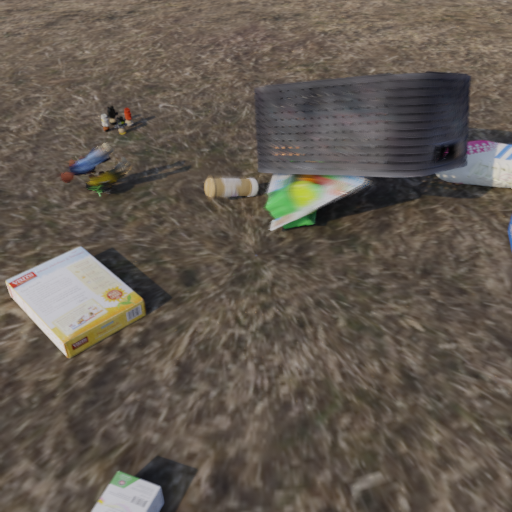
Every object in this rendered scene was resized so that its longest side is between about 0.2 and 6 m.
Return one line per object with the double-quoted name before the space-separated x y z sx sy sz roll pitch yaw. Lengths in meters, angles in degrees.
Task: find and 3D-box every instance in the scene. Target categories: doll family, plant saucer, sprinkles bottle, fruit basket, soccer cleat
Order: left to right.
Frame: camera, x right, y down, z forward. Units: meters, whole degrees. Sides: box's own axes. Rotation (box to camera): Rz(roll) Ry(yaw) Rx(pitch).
"doll family" -3.111 -1.645 10.860 0.957 1.655 0.649 -27 65 9
"sprinkles bottle" -0.478 -1.331 10.879 1.063 0.363 0.363 -5 34 -37
"fruit basket" 1.104 -1.413 10.066 1.953 0.915 1.809 -33 26 35
"plant saucer" 1.532 -2.591 12.746 2.657 0.429 2.657 0 37 0
"soccer cleat" 4.945 -1.786 11.313 2.538 0.887 1.096 -6 42 -6

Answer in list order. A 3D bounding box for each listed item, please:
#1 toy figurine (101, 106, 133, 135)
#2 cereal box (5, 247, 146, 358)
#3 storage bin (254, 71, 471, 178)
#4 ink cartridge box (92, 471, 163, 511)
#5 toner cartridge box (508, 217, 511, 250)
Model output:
"toy figurine" -3.406 -3.292 13.686 0.685 0.476 0.674 8 43 8
"cereal box" -2.758 0.633 8.528 1.334 0.367 1.855 -29 46 -33
"storage bin" 1.797 -2.293 9.847 3.312 1.553 2.239 10 19 41
"ink cartridge box" -1.390 2.715 5.812 0.546 0.329 0.752 13 38 17
"toner cartridge box" 4.534 -0.076 8.532 0.687 1.512 3.183 8 37 11
